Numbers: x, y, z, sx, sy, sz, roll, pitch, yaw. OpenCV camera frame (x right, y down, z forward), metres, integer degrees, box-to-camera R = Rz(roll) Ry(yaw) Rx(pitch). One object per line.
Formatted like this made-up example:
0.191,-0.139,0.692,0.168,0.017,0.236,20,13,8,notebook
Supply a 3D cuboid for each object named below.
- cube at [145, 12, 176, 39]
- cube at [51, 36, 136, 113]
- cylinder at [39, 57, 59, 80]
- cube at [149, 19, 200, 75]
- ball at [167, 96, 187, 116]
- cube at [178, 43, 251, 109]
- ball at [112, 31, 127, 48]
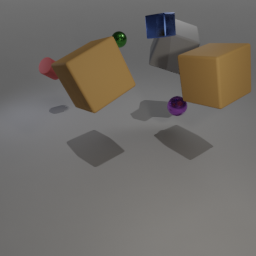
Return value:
1.041,-3.251,8.901,0.700,0.700,0.700,7,23,36,cube
-0.926,-1.406,7.409,1.400,1.400,1.400,-36,25,-19,cube
-3.069,-2.368,11.198,0.700,0.700,0.700,18,-2,29,cylinder
1.679,-3.051,10.361,1.400,1.400,1.400,16,43,-7,cube
1.719,-0.765,9.784,0.700,0.700,0.700,0,29,0,ball
2.446,-1.525,7.910,1.400,1.400,1.400,-27,28,-28,cube
-0.397,-3.920,12.416,0.700,0.700,0.700,0,29,0,ball
